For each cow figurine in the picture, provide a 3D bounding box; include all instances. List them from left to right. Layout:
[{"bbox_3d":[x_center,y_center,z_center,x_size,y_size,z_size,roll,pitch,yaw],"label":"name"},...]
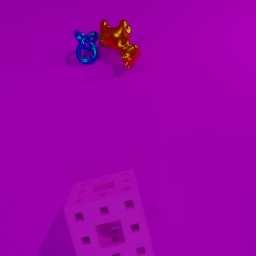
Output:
[{"bbox_3d":[-0.294,-2.598,8.741,1.489,0.817,1.465,7,87,18],"label":"cow figurine"}]

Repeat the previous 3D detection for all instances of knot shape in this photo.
[{"bbox_3d":[-1.271,-2.691,8.930,0.511,1.105,1.034,6,42,33],"label":"knot shape"}]

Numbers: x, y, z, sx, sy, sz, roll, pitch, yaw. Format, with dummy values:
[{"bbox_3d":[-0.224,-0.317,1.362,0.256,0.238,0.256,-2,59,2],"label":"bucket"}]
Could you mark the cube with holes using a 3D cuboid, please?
[{"bbox_3d":[-0.351,1.801,5.607,1.355,1.355,1.355,-14,98,-2],"label":"cube with holes"}]
